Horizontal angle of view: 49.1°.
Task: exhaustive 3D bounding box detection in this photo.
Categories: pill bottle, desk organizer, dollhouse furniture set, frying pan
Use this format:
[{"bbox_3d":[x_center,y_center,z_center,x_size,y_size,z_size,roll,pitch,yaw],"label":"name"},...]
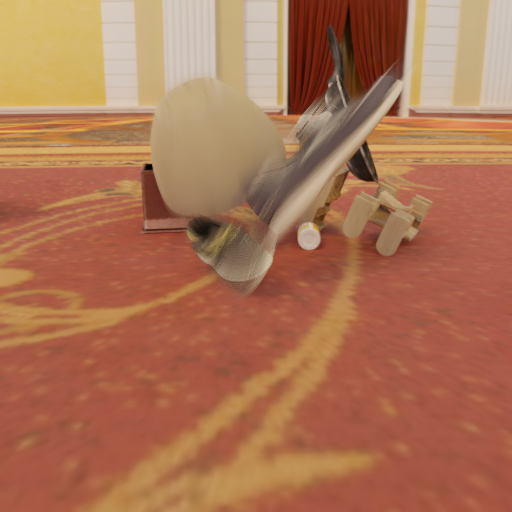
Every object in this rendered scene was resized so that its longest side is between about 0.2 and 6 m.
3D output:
[{"bbox_3d":[0.863,-0.346,9.211,0.358,0.358,0.645,1,17,4],"label":"pill bottle"},{"bbox_3d":[-1.735,-1.362,11.192,1.045,1.122,2.914,-3,17,-8],"label":"desk organizer"},{"bbox_3d":[1.789,-0.627,9.573,1.844,1.200,1.694,30,28,18],"label":"dollhouse furniture set"},{"bbox_3d":[1.452,-2.727,9.686,0.529,3.249,1.966,-21,-5,17],"label":"frying pan"}]

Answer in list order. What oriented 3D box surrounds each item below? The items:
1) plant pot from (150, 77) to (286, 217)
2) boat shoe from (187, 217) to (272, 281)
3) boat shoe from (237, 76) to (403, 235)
[{"bbox_3d":[-0.768,-1.846,8.606,2.140,1.437,2.140,-14,43,14],"label":"plant pot"},{"bbox_3d":[-0.418,-0.130,7.246,0.607,0.513,1.702,-40,29,-18],"label":"boat shoe"},{"bbox_3d":[0.856,-1.507,7.152,2.749,0.862,0.999,-49,-3,-16],"label":"boat shoe"}]
